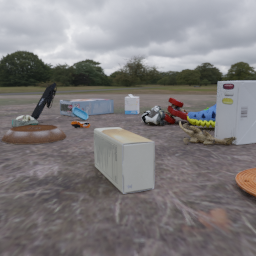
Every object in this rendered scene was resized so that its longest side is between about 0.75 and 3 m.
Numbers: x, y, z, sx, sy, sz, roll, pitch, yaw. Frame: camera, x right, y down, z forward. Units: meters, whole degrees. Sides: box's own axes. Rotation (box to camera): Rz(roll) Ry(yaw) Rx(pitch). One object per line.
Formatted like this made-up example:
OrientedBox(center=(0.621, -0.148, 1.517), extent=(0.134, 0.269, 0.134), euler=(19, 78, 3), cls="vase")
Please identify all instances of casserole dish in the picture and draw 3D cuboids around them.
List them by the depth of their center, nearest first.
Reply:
OrientedBox(center=(-2.444, -0.707, 14.206), extent=(0.919, 0.178, 0.557), euler=(29, 39, -21), cls="casserole dish")

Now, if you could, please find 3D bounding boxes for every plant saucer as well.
OrientedBox(center=(-3.156, 0.164, 9.482), extent=(2.092, 0.383, 2.092), euler=(0, 8, 0), cls="plant saucer")

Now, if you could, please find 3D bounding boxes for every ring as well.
OrientedBox(center=(2.834, 1.014, 4.657), extent=(1.975, 0.189, 1.975), euler=(-1, 9, 0), cls="ring")

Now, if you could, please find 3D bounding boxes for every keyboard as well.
OrientedBox(center=(-3.991, -1.197, 13.614), extent=(1.176, 2.260, 0.448), euler=(-17, -45, 43), cls="keyboard")

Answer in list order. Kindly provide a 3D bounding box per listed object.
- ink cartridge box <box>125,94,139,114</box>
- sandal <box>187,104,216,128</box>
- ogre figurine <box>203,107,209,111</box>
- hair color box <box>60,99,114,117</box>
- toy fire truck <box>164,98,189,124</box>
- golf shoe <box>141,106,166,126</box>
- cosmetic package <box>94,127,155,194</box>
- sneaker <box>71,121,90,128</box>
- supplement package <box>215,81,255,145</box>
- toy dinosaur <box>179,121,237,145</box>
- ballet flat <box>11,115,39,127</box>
OrientedBox(center=(0.256, -1.467, 17.235), extent=(0.746, 1.191, 0.765), euler=(2, 9, 15), cls="ink cartridge box")
OrientedBox(center=(3.778, -0.606, 11.308), extent=(2.749, 1.197, 1.092), euler=(-2, -2, 4), cls="sandal")
OrientedBox(center=(4.957, -1.015, 17.085), extent=(0.493, 0.404, 0.823), euler=(15, 16, -28), cls="ogre figurine")
OrientedBox(center=(-2.462, -1.286, 17.029), extent=(2.960, 0.897, 1.465), euler=(-9, 13, -41), cls="hair color box")
OrientedBox(center=(2.507, -0.636, 13.180), extent=(1.590, 1.061, 1.893), euler=(25, 10, -1), cls="toy fire truck")
OrientedBox(center=(1.091, -0.606, 13.006), extent=(0.997, 0.820, 2.110), euler=(0, 8, -3), cls="golf shoe")
OrientedBox(center=(-0.136, 0.536, 5.424), extent=(0.610, 0.903, 1.717), euler=(-4, 11, -22), cls="cosmetic package")
OrientedBox(center=(-1.992, -0.131, 11.799), extent=(0.796, 0.301, 0.366), euler=(6, 1, -7), cls="sneaker")
OrientedBox(center=(3.726, -0.539, 8.933), extent=(1.487, 1.909, 1.059), euler=(-3, 9, -20), cls="supplement package")
OrientedBox(center=(2.177, 0.247, 8.837), extent=(1.142, 0.657, 2.259), euler=(13, 5, -43), cls="toy dinosaur")
OrientedBox(center=(-4.434, -0.319, 12.198), extent=(0.510, 0.482, 1.514), euler=(4, 9, 21), cls="ballet flat")
